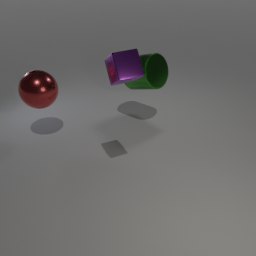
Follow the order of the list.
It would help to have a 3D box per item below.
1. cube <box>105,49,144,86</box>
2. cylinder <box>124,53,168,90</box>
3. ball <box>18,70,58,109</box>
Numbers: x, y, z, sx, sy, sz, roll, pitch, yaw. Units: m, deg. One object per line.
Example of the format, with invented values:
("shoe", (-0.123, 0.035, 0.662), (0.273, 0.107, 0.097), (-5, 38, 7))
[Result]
("cube", (-0.109, -1.541, 7.160), (0.700, 0.700, 0.700), (-16, 3, -20))
("cylinder", (0.683, -2.272, 11.406), (1.400, 1.400, 1.400), (-26, 22, -38))
("ball", (-3.256, -1.401, 10.212), (1.400, 1.400, 1.400), (0, 30, 0))
